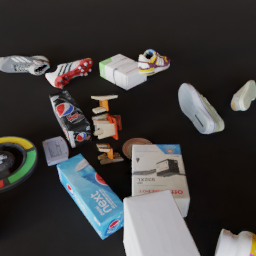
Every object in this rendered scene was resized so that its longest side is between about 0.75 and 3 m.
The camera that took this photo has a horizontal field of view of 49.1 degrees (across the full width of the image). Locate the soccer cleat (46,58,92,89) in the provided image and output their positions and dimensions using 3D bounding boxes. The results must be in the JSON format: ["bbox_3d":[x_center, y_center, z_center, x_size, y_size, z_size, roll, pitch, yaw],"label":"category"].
[{"bbox_3d":[-2.776,-2.803,13.513,1.087,0.876,2.552,33,54,20],"label":"soccer cleat"}]

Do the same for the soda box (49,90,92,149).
[{"bbox_3d":[-2.194,-0.412,10.575,0.805,0.900,2.543,-20,43,-19],"label":"soda box"}]

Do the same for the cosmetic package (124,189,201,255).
[{"bbox_3d":[0.645,2.689,6.070,1.139,1.853,1.847,-10,41,-11],"label":"cosmetic package"}]

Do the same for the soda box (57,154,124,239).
[{"bbox_3d":[-1.064,1.838,7.947,0.834,0.789,2.460,-26,47,-27],"label":"soda box"}]

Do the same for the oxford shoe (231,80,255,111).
[{"bbox_3d":[4.976,-1.415,11.976,0.654,0.851,2.265,-9,24,45],"label":"oxford shoe"}]

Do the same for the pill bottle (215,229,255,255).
[{"bbox_3d":[3.033,3.008,6.350,1.937,1.010,1.010,16,42,19],"label":"pill bottle"}]

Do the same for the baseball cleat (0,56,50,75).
[{"bbox_3d":[-5.117,-3.085,13.884,2.407,0.839,1.281,-14,41,-15],"label":"baseball cleat"}]

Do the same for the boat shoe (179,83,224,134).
[{"bbox_3d":[2.834,-0.764,11.160,0.846,0.982,2.728,3,45,-23],"label":"boat shoe"}]

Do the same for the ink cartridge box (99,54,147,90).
[{"bbox_3d":[-0.228,-2.721,13.460,1.384,0.799,1.903,-31,49,-32],"label":"ink cartridge box"}]

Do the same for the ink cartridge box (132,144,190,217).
[{"bbox_3d":[0.879,1.494,8.276,1.526,0.881,2.104,0,40,1],"label":"ink cartridge box"}]

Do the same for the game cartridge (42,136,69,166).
[{"bbox_3d":[-2.474,0.777,9.694,0.791,0.240,1.186,-17,42,-14],"label":"game cartridge"}]

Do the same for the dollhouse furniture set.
[{"bbox_3d":[-0.582,-0.069,9.451,1.087,2.111,2.088,-7,8,-12],"label":"dollhouse furniture set"}]

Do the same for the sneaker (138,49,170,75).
[{"bbox_3d":[1.261,-3.133,12.753,0.825,0.992,2.201,16,35,32],"label":"sneaker"}]

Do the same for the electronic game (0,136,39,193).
[{"bbox_3d":[-4.144,1.120,9.032,2.464,0.513,2.464,0,39,0],"label":"electronic game"}]

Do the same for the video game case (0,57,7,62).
[{"bbox_3d":[-6.397,-3.454,14.825,1.016,0.201,1.121,-17,42,-19],"label":"video game case"}]

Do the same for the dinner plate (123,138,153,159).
[{"bbox_3d":[0.362,0.757,9.777,1.109,0.134,1.109,1,39,-1],"label":"dinner plate"}]
